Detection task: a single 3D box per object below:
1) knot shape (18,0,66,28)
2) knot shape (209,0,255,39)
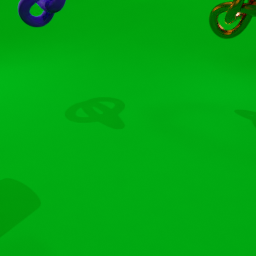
[{"bbox_3d":[-2.264,-4.033,8.222,0.967,2.092,1.957,35,45,-27],"label":"knot shape"},{"bbox_3d":[3.109,-3.236,7.703,1.704,1.595,0.788,-12,76,16],"label":"knot shape"}]
